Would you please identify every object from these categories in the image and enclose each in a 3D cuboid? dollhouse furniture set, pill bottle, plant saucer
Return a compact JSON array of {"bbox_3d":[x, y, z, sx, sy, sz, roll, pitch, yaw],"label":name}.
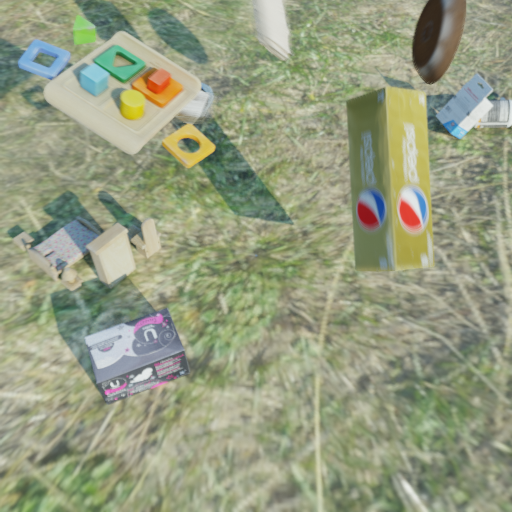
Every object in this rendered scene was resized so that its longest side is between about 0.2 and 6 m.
[{"bbox_3d":[-3.439,-0.547,11.142,2.354,1.149,2.007,33,57,24],"label":"dollhouse furniture set"},{"bbox_3d":[5.965,-3.503,13.829,1.148,0.668,0.668,2,50,12],"label":"pill bottle"},{"bbox_3d":[3.046,-3.805,9.594,0.301,1.644,1.644,6,50,-8],"label":"plant saucer"}]

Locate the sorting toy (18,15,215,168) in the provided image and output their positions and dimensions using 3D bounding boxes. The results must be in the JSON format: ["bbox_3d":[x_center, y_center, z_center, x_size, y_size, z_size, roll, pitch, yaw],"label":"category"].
[{"bbox_3d":[-1.996,-2.644,8.651,3.328,0.453,1.874,33,59,4],"label":"sorting toy"}]

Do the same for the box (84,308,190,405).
[{"bbox_3d":[-2.002,1.673,9.481,1.485,0.852,0.981,-18,53,-15],"label":"box"}]

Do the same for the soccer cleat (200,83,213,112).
[{"bbox_3d":[-2.345,-4.049,14.370,2.590,0.905,1.118,5,27,8],"label":"soccer cleat"}]

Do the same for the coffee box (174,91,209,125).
[{"bbox_3d":[-1.750,-3.282,11.364,1.375,0.786,0.548,26,82,-15],"label":"coffee box"}]

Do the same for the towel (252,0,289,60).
[{"bbox_3d":[0.256,-4.777,10.977,0.289,1.111,1.677,-12,86,25],"label":"towel"}]

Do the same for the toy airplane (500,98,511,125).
[{"bbox_3d":[6.658,-3.723,14.166,1.027,0.725,1.022,-44,43,12],"label":"toy airplane"}]

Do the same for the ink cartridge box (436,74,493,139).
[{"bbox_3d":[5.138,-3.614,13.579,0.446,1.338,0.775,15,39,-37],"label":"ink cartridge box"}]

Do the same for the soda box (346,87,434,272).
[{"bbox_3d":[2.196,-1.211,9.216,0.975,0.922,2.880,-4,91,-34],"label":"soda box"}]
